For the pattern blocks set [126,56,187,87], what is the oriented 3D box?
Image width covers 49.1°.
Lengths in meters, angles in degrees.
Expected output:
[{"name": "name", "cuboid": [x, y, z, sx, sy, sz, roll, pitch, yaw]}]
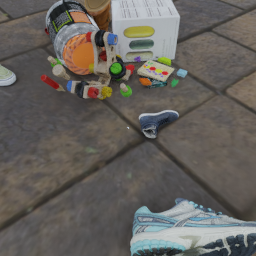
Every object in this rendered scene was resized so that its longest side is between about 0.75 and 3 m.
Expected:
[{"name": "pattern blocks set", "cuboid": [0.971, -2.051, 10.055, 2.061, 0.167, 1.811, 32, 54, 27]}]

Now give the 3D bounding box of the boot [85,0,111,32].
[{"name": "boot", "cuboid": [-1.130, -4.432, 11.345, 0.912, 1.915, 2.476, 10, 42, 3]}]

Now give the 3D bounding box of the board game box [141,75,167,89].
[{"name": "board game box", "cuboid": [0.897, -1.814, 10.050, 0.696, 0.145, 1.029, -11, 47, -11]}]

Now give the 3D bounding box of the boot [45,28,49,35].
[{"name": "boot", "cuboid": [-2.936, -4.774, 12.486, 1.668, 0.837, 2.313, -13, 51, -11]}]

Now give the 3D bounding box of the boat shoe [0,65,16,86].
[{"name": "boat shoe", "cuboid": [-4.962, -2.093, 9.950, 2.158, 0.669, 0.777, 19, 49, 18]}]

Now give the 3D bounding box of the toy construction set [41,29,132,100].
[{"name": "toy construction set", "cuboid": [-1.119, -1.663, 9.170, 2.692, 2.068, 2.245, -10, 75, 14]}]

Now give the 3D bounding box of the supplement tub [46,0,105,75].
[{"name": "supplement tub", "cuboid": [-1.942, -3.371, 10.408, 1.809, 1.809, 2.952, -14, 47, -13]}]

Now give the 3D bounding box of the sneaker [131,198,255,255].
[{"name": "sneaker", "cuboid": [1.470, 1.969, 5.735, 2.894, 1.123, 1.249, -3, 43, -3]}]

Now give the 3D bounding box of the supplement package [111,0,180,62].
[{"name": "supplement package", "cuboid": [0.581, -3.770, 10.812, 2.314, 1.756, 1.743, -4, 46, -4]}]

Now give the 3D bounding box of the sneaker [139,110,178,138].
[{"name": "sneaker", "cuboid": [0.935, -0.102, 8.128, 1.172, 0.446, 0.847, -9, 36, 3]}]
